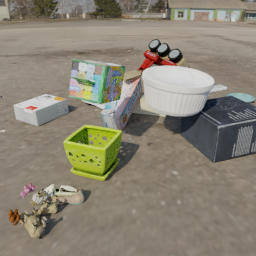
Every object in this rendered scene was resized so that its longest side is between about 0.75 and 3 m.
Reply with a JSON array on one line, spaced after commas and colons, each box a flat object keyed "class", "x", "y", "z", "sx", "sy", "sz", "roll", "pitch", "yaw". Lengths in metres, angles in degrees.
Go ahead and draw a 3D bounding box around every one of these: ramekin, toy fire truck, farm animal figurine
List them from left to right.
[{"class": "farm animal figurine", "x": -1.975, "y": 1.760, "z": 5.865, "sx": 0.887, "sy": 0.553, "sz": 1.099, "roll": 18, "pitch": 26, "yaw": 0}, {"class": "toy fire truck", "x": 0.936, "y": -2.197, "z": 10.608, "sx": 2.103, "sy": 1.353, "sz": 1.851, "roll": -48, "pitch": 48, "yaw": 1}, {"class": "ramekin", "x": 1.424, "y": -1.105, "z": 8.305, "sx": 2.070, "sy": 0.964, "sz": 2.070, "roll": 3, "pitch": 28, "yaw": -2}]

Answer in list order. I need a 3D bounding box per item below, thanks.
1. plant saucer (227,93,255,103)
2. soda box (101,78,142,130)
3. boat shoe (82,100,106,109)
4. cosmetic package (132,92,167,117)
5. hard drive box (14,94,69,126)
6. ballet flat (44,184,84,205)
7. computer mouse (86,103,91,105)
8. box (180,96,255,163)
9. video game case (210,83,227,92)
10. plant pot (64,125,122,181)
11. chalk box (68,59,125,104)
[{"class": "plant saucer", "x": 5.188, "y": -1.351, "z": 12.911, "sx": 1.222, "sy": 0.167, "sz": 1.222, "roll": 0, "pitch": 26, "yaw": 0}, {"class": "soda box", "x": -0.187, "y": -1.009, "z": 10.584, "sx": 0.787, "sy": 0.731, "sz": 2.300, "roll": 9, "pitch": 48, "yaw": 19}, {"class": "boat shoe", "x": -1.393, "y": -1.310, "z": 12.117, "sx": 1.816, "sy": 0.563, "sz": 0.654, "roll": 23, "pitch": 20, "yaw": 27}, {"class": "cosmetic package", "x": 0.780, "y": -1.036, "z": 11.618, "sx": 1.891, "sy": 0.672, "sz": 0.995, "roll": 8, "pitch": 26, "yaw": 16}, {"class": "hard drive box", "x": -3.385, "y": -0.741, "z": 11.048, "sx": 1.274, "sy": 0.628, "sz": 1.634, "roll": 14, "pitch": 29, "yaw": 29}, {"class": "ballet flat", "x": -1.610, "y": 1.505, "z": 6.492, "sx": 1.208, "sy": 0.406, "sz": 0.411, "roll": 1, "pitch": 25, "yaw": 2}, {"class": "computer mouse", "x": -1.781, "y": -1.175, "z": 12.580, "sx": 0.244, "sy": 0.142, "sz": 0.832, "roll": 9, "pitch": 19, "yaw": -12}, {"class": "box", "x": 3.015, "y": -0.062, "z": 8.843, "sx": 1.975, "sy": 1.245, "sz": 2.009, "roll": -8, "pitch": 26, "yaw": -17}, {"class": "video game case", "x": 4.198, "y": -2.136, "z": 14.608, "sx": 1.392, "sy": 0.163, "sz": 1.266, "roll": -12, "pitch": 28, "yaw": -23}, {"class": "plant pot", "x": -0.879, "y": 0.676, "z": 7.470, "sx": 1.188, "sy": 1.084, "sz": 1.194, "roll": 9, "pitch": 26, "yaw": 19}, {"class": "chalk box", "x": -0.857, "y": -1.192, "z": 7.182, "sx": 0.978, "sy": 0.973, "sz": 1.572, "roll": 16, "pitch": 17, "yaw": 20}]
